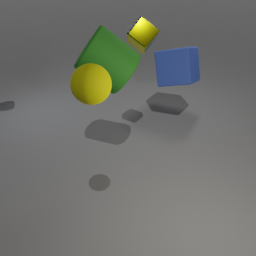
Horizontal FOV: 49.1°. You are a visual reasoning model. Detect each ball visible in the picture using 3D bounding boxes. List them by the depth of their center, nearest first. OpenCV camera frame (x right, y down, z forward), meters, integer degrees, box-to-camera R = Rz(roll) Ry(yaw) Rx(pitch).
[{"bbox_3d":[-0.629,-0.743,4.775,0.700,0.700,0.700,0,32,0],"label":"ball"}]

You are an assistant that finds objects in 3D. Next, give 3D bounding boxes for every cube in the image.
[{"bbox_3d":[0.454,-2.852,8.702,0.700,0.700,0.700,38,-2,-1],"label":"cube"},{"bbox_3d":[2.040,-2.502,11.425,1.400,1.400,1.400,0,15,30],"label":"cube"}]

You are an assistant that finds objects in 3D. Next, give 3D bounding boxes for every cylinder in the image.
[{"bbox_3d":[-0.591,-1.928,8.006,1.400,1.400,1.400,33,27,-18],"label":"cylinder"}]
